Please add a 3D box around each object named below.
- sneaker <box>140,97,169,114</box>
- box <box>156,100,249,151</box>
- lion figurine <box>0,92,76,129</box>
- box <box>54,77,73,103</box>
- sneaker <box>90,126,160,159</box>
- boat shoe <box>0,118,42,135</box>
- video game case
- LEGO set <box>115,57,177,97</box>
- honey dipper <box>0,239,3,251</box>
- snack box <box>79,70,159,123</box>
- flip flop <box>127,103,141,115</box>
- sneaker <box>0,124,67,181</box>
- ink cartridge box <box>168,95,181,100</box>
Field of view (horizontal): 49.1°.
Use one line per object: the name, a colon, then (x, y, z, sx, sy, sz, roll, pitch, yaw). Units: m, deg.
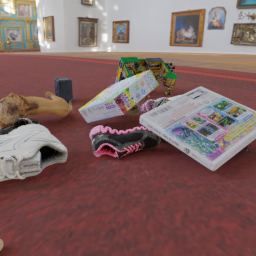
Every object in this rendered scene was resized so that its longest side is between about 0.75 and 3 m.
sneaker: (0.975, -0.732, 9.926, 1.401, 0.564, 0.620, -7, -9, -41)
box: (2.033, -0.217, 8.159, 2.548, 0.627, 2.639, 4, 19, 16)
lion figurine: (-2.757, -0.647, 8.749, 2.833, 1.026, 1.735, -13, 17, -27)
box: (-2.680, -1.567, 11.653, 0.586, 0.946, 0.930, -7, 20, -21)
sneaker: (-0.066, 0.414, 6.566, 1.687, 0.667, 0.805, 0, 42, -3)
boat shoe: (-2.862, 0.016, 7.577, 0.668, 0.545, 1.808, 4, 19, 12)
video game case: (1.835, -0.156, 6.608, 2.344, 0.278, 2.134, -27, 45, -32)
LEGO set: (0.718, -2.135, 13.203, 2.936, 1.701, 2.257, -14, 52, -26)
honey dipper: (-1.748, 1.728, 2.963, 0.305, 0.305, 1.604, 0, 16, -1)
snack box: (-0.336, -0.870, 8.105, 1.506, 0.561, 2.118, -44, 20, -29)
flip flop: (-0.294, -0.670, 9.457, 1.430, 0.580, 0.412, 10, 34, 17)
sneaker: (-2.360, 0.564, 5.377, 1.173, 1.004, 2.694, 20, 27, 34)
ink cartridge box: (1.822, -1.225, 11.728, 1.147, 0.287, 0.923, 20, 26, 41)
